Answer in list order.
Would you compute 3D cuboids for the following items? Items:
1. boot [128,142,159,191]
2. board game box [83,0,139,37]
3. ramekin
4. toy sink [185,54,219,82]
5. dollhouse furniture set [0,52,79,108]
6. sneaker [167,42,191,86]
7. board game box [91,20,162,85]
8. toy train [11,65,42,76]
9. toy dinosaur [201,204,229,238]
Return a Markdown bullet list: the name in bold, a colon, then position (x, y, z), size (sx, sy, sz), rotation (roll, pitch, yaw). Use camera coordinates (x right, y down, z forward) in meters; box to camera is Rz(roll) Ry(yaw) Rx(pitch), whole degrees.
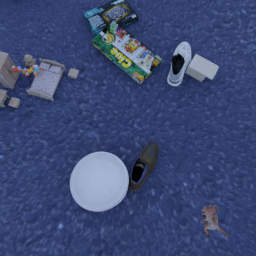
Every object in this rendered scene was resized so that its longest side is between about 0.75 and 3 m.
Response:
- **boot**: position (0.657, 1.376, 10.613), size (0.790, 1.025, 2.114), rotation (25, 72, 9)
- **board game box**: position (-0.829, -5.290, 13.371), size (2.244, 0.316, 1.518), rotation (-27, 73, -9)
- **ramekin**: position (-0.944, 1.995, 10.249), size (2.131, 0.992, 2.131), rotation (-4, 70, 11)
- **toy sink**: position (3.208, -2.528, 12.185), size (1.141, 0.639, 0.743), rotation (29, 74, 3)
- **dollhouse furniture set**: position (-3.908, -1.922, 11.571), size (2.968, 1.449, 2.531), rotation (14, 71, 5)
- **sneaker**: position (2.335, -3.005, 12.036), size (0.843, 1.285, 2.234), rotation (17, 71, 6)
- **board game box**: position (-0.062, -3.412, 12.544), size (2.935, 0.344, 1.538), rotation (40, 79, 7)
- **toy train**: position (-4.256, -2.396, 11.800), size (1.164, 0.874, 0.324), rotation (-3, 89, 7)
- **toy dinosaur**: position (1.870, 2.032, 6.344), size (0.473, 1.102, 0.747), rotation (-14, 82, 3)
